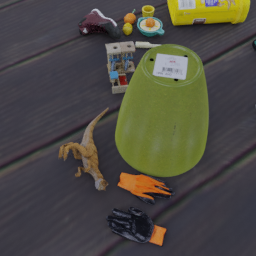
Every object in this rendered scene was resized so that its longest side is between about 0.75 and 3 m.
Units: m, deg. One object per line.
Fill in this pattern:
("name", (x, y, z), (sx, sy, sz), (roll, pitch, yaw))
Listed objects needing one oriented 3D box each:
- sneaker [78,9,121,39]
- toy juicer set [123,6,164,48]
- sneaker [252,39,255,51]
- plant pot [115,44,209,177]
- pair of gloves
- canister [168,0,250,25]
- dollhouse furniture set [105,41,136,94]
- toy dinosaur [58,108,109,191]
("sneaker", (-1.212, -3.777, 10.792), (1.187, 0.778, 2.056), (-32, 51, -14))
("toy juicer set", (0.594, -3.892, 10.847), (1.514, 0.647, 2.379), (-13, 57, -9))
("sneaker", (5.198, -2.915, 10.364), (1.239, 0.461, 0.542), (40, 53, 12))
("plant pot", (0.972, -0.568, 7.222), (2.697, 2.882, 2.697), (0, 56, 0))
("pair of gloves", (0.336, 1.992, 7.102), (1.538, 0.213, 1.726), (14, 60, 8))
("canister", (3.147, -5.138, 11.369), (2.811, 1.216, 2.088), (-4, 56, -1))
("dollhouse furniture set", (-0.161, -2.033, 9.375), (0.969, 0.975, 1.383), (-8, 55, -6))
("toy dinosaur", (-1.167, 0.597, 7.880), (1.395, 0.793, 2.626), (7, 56, -27))
